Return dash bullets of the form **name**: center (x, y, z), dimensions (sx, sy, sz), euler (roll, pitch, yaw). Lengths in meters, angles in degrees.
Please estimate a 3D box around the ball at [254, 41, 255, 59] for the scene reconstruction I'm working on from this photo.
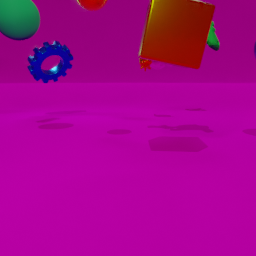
- **ball**: center (3.555, -1.874, 6.492), dimensions (1.169, 1.169, 1.169), euler (0, 10, 0)

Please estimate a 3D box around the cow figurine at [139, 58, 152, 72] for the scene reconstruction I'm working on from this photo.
- **cow figurine**: center (0.717, -1.926, 7.460), dimensions (0.900, 0.886, 0.494), euler (20, 3, 40)

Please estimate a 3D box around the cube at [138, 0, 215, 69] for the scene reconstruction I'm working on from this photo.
- **cube**: center (0.815, -1.719, 5.138), dimensions (1.062, 1.062, 1.062), euler (11, 13, -3)

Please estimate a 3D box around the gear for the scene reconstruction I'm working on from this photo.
- **gear**: center (-3.123, -2.638, 11.353), dimensions (1.826, 1.826, 0.338), euler (-9, 52, -42)

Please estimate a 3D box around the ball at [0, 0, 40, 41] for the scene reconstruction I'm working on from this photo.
- **ball**: center (-2.804, -2.791, 7.076), dimensions (1.114, 1.114, 1.114), euler (0, 10, 0)

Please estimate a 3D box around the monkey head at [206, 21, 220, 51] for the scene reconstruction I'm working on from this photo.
- **monkey head**: center (1.668, -2.262, 6.988), dimensions (1.009, 1.204, 1.674), euler (-32, -24, 33)

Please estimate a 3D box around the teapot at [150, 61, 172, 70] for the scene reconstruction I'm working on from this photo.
- **teapot**: center (1.094, -2.506, 10.136), dimensions (1.189, 0.739, 0.582), euler (35, 24, 23)

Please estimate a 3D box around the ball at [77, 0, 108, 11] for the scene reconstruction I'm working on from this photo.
- **ball**: center (-0.758, -2.858, 5.898), dimensions (0.733, 0.733, 0.733), euler (0, 10, 0)
